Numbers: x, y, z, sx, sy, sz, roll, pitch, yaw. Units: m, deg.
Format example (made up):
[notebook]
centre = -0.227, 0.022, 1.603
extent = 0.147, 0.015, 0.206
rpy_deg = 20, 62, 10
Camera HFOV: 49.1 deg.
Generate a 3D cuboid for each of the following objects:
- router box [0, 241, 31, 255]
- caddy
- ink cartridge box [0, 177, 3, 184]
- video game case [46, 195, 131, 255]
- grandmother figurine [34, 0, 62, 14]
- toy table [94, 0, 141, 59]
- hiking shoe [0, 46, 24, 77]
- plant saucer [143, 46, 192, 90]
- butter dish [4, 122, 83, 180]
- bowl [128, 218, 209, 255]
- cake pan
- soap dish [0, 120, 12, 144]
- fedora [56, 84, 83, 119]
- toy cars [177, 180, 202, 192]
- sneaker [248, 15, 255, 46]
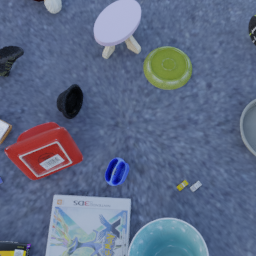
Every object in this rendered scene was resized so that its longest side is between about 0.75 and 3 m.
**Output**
[router box]
centre = -4.090, 4.265, 8.867
extent = 1.721, 0.439, 1.283
rpy_deg = 5, 72, 2
[caddy]
centre = -0.386, 1.504, 9.616
extent = 0.685, 0.508, 0.969
rpy_deg = 21, 87, 26
[ink cartridge box]
centre = -6.107, 1.569, 9.717
extent = 2.508, 0.589, 2.478
rpy_deg = -34, 75, -9
[video game case]
centre = -1.285, 3.713, 9.113
extent = 2.639, 0.319, 2.895
rpy_deg = 3, 72, 1
[grandmother figurine]
centre = -3.824, -6.092, 12.150
extent = 1.710, 0.854, 2.820
rpy_deg = -38, 79, -3
[toy table]
centre = -0.399, -3.848, 11.097
extent = 2.272, 1.330, 2.088
rpy_deg = -42, 76, -13
[hiking shoe]
centre = -4.819, -2.491, 10.900
extent = 1.803, 0.908, 0.683
rpy_deg = -36, 64, -16
[plant saucer]
centre = 1.606, -2.483, 11.185
extent = 1.984, 0.308, 1.984
rpy_deg = 0, 71, 0
[butter dish]
centre = -2.839, 0.542, 9.559
extent = 2.029, 2.024, 1.500
rpy_deg = -23, 48, -3
[bowl]
centre = 1.257, 4.014, 8.286
extent = 2.319, 1.213, 2.319
rpy_deg = -12, 43, 12
[cake pan]
centre = 5.345, 0.105, 10.225
extent = 2.648, 0.486, 2.648
rpy_deg = 0, 71, 0
[soap dish]
centre = -4.874, 0.064, 10.276
extent = 1.036, 0.421, 0.815
rpy_deg = 26, 74, 8
[fedora]
centre = -2.217, -1.002, 10.329
extent = 0.602, 1.319, 1.319
rpy_deg = 11, 71, 23
[toy cars]
centre = 2.144, 2.006, 9.750
extent = 0.885, 0.196, 0.397
rpy_deg = 3, 72, 1
[sneaker]
centre = 6.176, -3.555, 11.244
extent = 2.991, 1.105, 1.210
rpy_deg = 43, 70, 5
